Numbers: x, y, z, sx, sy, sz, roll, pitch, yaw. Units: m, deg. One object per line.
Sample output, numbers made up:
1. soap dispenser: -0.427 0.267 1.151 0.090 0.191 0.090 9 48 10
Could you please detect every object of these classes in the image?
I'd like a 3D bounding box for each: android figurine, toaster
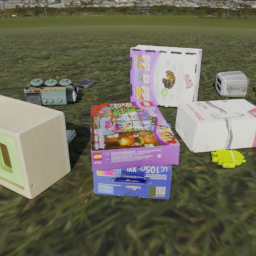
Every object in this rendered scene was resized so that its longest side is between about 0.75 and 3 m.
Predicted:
1. android figurine: 2.989 0.892 8.391 0.986 0.202 0.897 2 25 7
2. toaster: 5.110 -2.206 13.863 1.234 1.086 1.910 0 29 4

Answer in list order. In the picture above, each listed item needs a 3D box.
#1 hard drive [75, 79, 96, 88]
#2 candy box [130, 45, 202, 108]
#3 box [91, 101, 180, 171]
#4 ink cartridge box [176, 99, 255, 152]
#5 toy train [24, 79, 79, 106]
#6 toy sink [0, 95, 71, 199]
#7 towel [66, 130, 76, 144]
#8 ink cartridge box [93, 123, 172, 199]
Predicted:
1. hard drive: -2.317 -2.420 15.298 0.735 0.231 1.090 11 28 21
2. candy box: 1.624 -2.260 12.357 2.929 2.457 1.048 10 27 20
3. box: 0.008 0.052 7.253 1.927 0.551 2.817 -4 26 -7
4. ink cartridge box: 3.145 -0.141 9.530 2.584 1.070 1.893 -4 26 -8
5. toy train: -3.491 -1.545 12.709 2.444 1.042 1.393 -1 38 -7
6. toy sink: -3.193 0.378 7.567 2.835 1.848 1.588 16 30 28
7. towel: -2.785 0.343 9.470 1.745 0.268 1.302 5 25 11
8. ink cartridge box: 0.196 0.853 7.514 1.926 1.078 2.823 3 27 6
